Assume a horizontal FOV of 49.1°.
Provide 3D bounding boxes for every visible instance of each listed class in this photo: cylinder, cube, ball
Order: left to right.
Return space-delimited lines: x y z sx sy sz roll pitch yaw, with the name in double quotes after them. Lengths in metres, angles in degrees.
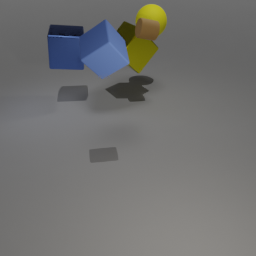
-2.545 -3.362 11.653 1.400 1.400 1.400 -1 37 -10 "cube"
-0.485 -1.567 5.644 0.700 0.700 0.700 -25 54 23 "cube"
0.159 -3.489 12.126 1.400 1.400 1.400 33 7 -44 "cube"
0.702 -3.603 10.234 0.700 0.700 0.700 3 28 -21 "cylinder"
1.032 -4.763 12.503 1.400 1.400 1.400 0 30 0 "ball"
